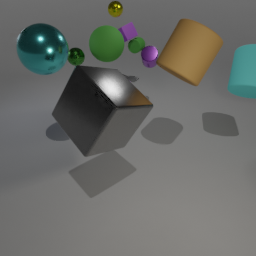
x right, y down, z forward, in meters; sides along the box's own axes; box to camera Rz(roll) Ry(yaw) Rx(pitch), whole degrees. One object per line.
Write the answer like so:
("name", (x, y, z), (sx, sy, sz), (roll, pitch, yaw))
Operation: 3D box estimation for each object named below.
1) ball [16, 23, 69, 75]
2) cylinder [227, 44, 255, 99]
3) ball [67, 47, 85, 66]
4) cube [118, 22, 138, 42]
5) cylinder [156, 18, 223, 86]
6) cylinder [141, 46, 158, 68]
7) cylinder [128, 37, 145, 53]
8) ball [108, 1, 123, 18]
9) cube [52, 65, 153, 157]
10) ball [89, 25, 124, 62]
("ball", (-2.370, -2.187, 7.831), (1.400, 1.400, 1.400), (0, 31, 0))
("cylinder", (4.177, -1.853, 9.367), (1.400, 1.400, 1.400), (13, -6, 1))
("ball", (-2.041, -2.794, 10.977), (0.700, 0.700, 0.700), (0, 31, 0))
("cube", (-0.063, -4.743, 13.964), (0.700, 0.700, 0.700), (-35, 18, -22))
("cylinder", (1.736, -2.131, 8.002), (1.400, 1.400, 1.400), (29, 10, -5))
("cylinder", (0.914, -2.973, 11.737), (0.700, 0.700, 0.700), (5, -9, 8))
("cylinder", (0.445, -4.248, 14.364), (0.700, 0.700, 0.700), (13, 31, 20))
("ball", (-0.569, -5.382, 12.687), (0.700, 0.700, 0.700), (0, 31, 0))
("cube", (-0.582, -0.407, 6.355), (1.400, 1.400, 1.400), (48, 31, 22))
("ball", (-0.844, -3.327, 11.105), (1.400, 1.400, 1.400), (0, 31, 0))
